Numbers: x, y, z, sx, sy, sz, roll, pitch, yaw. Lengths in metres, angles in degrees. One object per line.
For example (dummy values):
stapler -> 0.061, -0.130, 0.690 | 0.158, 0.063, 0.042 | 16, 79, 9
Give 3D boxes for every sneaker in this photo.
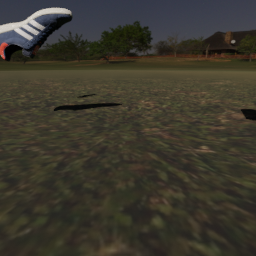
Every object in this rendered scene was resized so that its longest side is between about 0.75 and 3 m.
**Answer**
sneaker -> -2.400, -2.369, 7.332 | 2.191, 0.926, 0.821 | -18, 0, 8
